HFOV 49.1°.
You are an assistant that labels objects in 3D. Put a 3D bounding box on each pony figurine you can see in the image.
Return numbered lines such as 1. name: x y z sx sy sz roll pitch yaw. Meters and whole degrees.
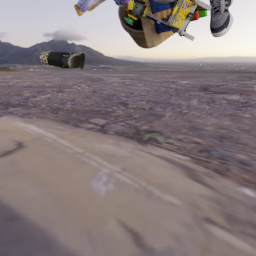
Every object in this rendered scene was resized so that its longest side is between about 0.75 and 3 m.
1. pony figurine: -0.128 -2.388 4.275 1.735 1.445 1.675 -27 20 0

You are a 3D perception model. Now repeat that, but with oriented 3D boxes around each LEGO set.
1. LEGO set: 0.963 -2.777 5.275 1.805 2.347 1.360 31 20 -12

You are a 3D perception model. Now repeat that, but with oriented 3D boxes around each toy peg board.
1. toy peg board: 1.103 -3.410 6.794 1.114 2.278 2.268 -4 25 28

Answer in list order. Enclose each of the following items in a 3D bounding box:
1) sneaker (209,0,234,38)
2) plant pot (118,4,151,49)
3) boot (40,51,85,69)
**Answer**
1. sneaker: 1.682 -2.354 5.329 0.460 1.218 0.693 -6 -29 41
2. plant pot: 0.593 -3.354 9.066 1.644 1.644 1.427 2 -18 8
3. boot: -1.871 -2.033 8.263 1.018 0.486 1.347 9 16 5
